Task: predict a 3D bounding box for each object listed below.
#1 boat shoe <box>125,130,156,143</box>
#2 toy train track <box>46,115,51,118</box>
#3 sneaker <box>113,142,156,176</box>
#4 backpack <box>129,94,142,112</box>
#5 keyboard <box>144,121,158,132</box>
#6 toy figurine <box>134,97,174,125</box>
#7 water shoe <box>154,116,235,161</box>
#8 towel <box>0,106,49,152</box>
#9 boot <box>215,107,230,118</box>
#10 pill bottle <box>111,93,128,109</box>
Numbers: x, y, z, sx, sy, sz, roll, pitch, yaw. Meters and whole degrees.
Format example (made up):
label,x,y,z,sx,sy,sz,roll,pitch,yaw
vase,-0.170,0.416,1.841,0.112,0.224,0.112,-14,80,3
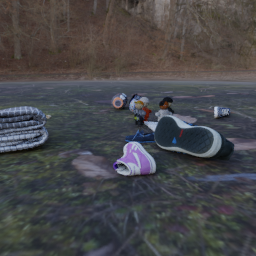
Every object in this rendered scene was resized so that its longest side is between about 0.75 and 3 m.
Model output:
label,x,y,z,sx,sy,sz,roll,pitch,yaw
boat shoe,0.480,0.252,9.376,1.161,0.398,0.488,-3,13,-12
toy train track,-4.529,-0.652,13.857,1.602,0.261,0.919,5,13,19
sneaker,-0.018,0.734,6.901,0.861,0.548,1.511,-8,14,-19
backpack,0.442,-1.212,14.827,0.670,0.869,0.828,27,58,32
keyboard,1.221,-0.012,11.246,0.642,0.122,2.280,-2,13,-10
toy figurine,1.095,-0.743,11.925,1.670,1.162,1.644,4,8,16
water shoe,1.776,0.386,8.145,1.121,1.016,2.842,23,2,-26
towel,-3.972,-0.052,8.729,2.750,1.177,2.277,-6,11,-20
boot,4.674,-0.808,13.819,0.690,0.555,1.527,-1,10,23
pill bottle,-0.509,-1.586,16.654,0.868,0.868,1.635,1,12,4
